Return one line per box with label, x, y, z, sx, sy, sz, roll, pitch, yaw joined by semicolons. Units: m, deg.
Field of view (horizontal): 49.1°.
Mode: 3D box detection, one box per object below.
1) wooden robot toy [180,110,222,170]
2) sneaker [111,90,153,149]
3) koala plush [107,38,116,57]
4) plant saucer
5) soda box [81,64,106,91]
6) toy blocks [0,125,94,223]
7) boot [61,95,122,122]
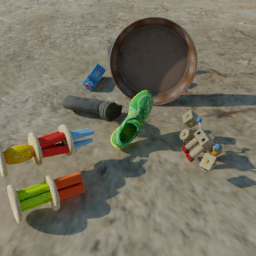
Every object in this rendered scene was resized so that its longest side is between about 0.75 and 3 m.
wooden robot toy;2.003;0.464;7.358;0.928;0.901;2.045;29;25;-31
sneaker;0.222;-0.193;7.736;0.678;1.832;0.765;32;-9;-18
koala plush;0.325;-3.097;11.240;1.876;1.663;1.724;-32;54;-23
plant saucer;0.829;-2.186;9.367;2.888;2.888;0.497;3;24;5
soda box;-1.320;-1.987;10.917;0.450;0.426;1.327;39;37;-13
toy blocks;-1.630;0.862;6.406;2.261;0.821;1.885;-16;67;-30
boot;-1.227;-0.698;8.795;1.831;0.664;1.665;17;3;11
